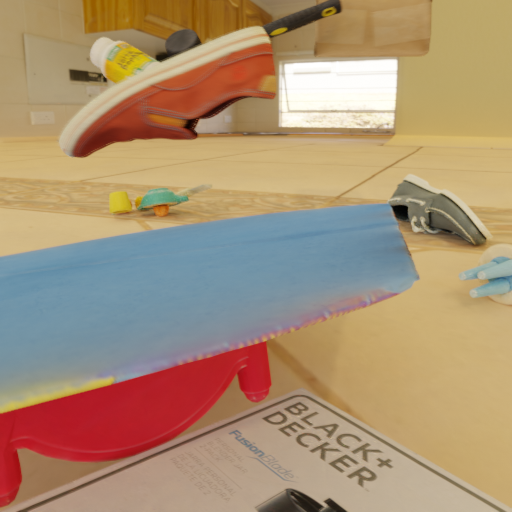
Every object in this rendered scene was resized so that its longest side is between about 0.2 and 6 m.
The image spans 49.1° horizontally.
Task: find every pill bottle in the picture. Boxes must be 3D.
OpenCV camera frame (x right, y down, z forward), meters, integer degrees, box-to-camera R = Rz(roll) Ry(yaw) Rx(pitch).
[{"bbox_3d":[-1.450,-2.128,6.316,0.815,0.460,0.460,34,27,16],"label":"pill bottle"}]

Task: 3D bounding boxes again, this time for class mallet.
[{"bbox_3d":[-0.069,-3.646,9.032,2.926,0.964,0.602,-24,57,10],"label":"mallet"}]

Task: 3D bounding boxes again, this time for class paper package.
[{"bbox_3d":[2.064,-4.246,10.276,1.967,1.018,1.875,2,25,7],"label":"paper package"}]

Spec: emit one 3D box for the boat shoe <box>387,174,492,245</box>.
[{"bbox_3d":[3.637,-0.783,11.532,0.992,1.169,3.210,-43,24,7],"label":"boat shoe"}]

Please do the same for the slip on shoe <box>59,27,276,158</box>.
[{"bbox_3d":[-0.917,-1.491,5.728,2.449,0.749,0.907,-21,10,11],"label":"slip on shoe"}]

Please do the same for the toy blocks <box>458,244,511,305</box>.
[{"bbox_3d":[3.974,0.247,7.190,2.325,0.844,1.938,-10,13,-32],"label":"toy blocks"}]

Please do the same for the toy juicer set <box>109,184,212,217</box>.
[{"bbox_3d":[-2.340,-1.238,13.459,2.404,0.654,1.530,-9,0,-18],"label":"toy juicer set"}]

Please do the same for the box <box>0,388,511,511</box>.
[{"bbox_3d":[-0.404,1.668,1.986,3.144,0.945,1.834,-11,19,-35],"label":"box"}]

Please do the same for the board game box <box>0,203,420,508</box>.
[{"bbox_3d":[-1.269,0.620,4.225,4.735,1.167,5.993,-7,8,12],"label":"board game box"}]
